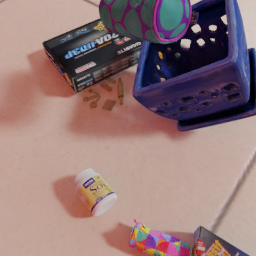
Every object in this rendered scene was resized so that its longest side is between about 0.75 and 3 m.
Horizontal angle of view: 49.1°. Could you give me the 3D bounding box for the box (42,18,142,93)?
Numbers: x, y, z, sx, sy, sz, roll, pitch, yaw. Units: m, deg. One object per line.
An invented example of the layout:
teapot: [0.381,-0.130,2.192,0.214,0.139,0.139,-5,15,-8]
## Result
box: [-1.114,-2.693,9.685,2.939,0.676,2.336,-29,57,-17]

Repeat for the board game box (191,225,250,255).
board game box: [2.027,3.581,5.768,2.709,0.836,2.708,-38,64,-21]

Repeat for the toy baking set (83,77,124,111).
toy baking set: [-0.790,-1.298,9.183,1.341,0.203,1.748,0,58,1]

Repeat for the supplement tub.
supplement tub: [-0.846,1.601,7.061,0.743,0.743,1.022,-35,65,-20]

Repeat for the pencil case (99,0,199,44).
pencil case: [0.295,-2.590,6.262,1.087,1.181,2.555,12,14,-35]

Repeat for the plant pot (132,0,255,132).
plant pot: [2.041,-1.543,7.678,2.748,2.471,2.748,-16,49,37]

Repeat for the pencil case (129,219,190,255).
pencil case: [0.706,2.675,6.479,1.448,0.640,0.640,20,60,10]

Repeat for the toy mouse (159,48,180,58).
toy mouse: [1.320,-3.034,10.188,1.854,0.359,1.648,26,62,16]
